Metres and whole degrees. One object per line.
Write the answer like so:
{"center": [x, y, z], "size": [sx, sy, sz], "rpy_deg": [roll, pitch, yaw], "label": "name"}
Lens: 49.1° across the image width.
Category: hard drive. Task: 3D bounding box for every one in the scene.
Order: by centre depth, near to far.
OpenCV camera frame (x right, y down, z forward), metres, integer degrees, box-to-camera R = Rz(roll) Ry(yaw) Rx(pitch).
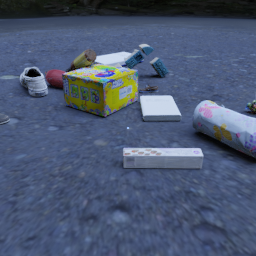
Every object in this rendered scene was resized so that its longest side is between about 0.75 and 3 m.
{"center": [1.086, -0.724, 9.860], "size": [1.224, 0.244, 1.856], "rpy_deg": [-1, 26, -1], "label": "hard drive"}
{"center": [-0.774, -3.911, 16.162], "size": [2.862, 0.363, 1.888], "rpy_deg": [-21, 33, -36], "label": "hard drive"}

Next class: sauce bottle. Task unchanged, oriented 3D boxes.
{"center": [-1.900, -2.527, 11.064], "size": [1.667, 0.550, 0.550], "rpy_deg": [-21, 6, 45], "label": "sauce bottle"}

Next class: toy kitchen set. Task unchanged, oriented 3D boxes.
{"center": [0.610, -2.633, 13.288], "size": [2.227, 1.784, 1.312], "rpy_deg": [-38, 28, 6], "label": "toy kitchen set"}

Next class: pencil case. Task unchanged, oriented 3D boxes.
{"center": [2.863, -0.001, 7.596], "size": [1.048, 0.960, 2.310], "rpy_deg": [-18, 32, -30], "label": "pencil case"}

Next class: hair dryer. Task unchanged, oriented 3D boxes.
{"center": [-2.649, -2.368, 12.639], "size": [2.086, 0.744, 2.739], "rpy_deg": [-8, 28, -17], "label": "hair dryer"}

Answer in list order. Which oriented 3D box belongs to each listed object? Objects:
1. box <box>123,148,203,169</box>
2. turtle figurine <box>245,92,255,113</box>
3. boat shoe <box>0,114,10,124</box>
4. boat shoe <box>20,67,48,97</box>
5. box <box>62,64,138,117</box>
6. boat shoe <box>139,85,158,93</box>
{"center": [0.825, 0.731, 6.778], "size": [1.900, 0.394, 0.368], "rpy_deg": [-1, 26, 1], "label": "box"}
{"center": [4.480, -0.782, 9.498], "size": [0.804, 0.579, 0.780], "rpy_deg": [-42, 54, 0], "label": "turtle figurine"}
{"center": [-4.615, -0.354, 8.881], "size": [1.583, 0.451, 0.529], "rpy_deg": [-3, 27, -7], "label": "boat shoe"}
{"center": [-4.110, -2.164, 12.022], "size": [0.993, 0.907, 2.760], "rpy_deg": [-11, 28, -21], "label": "boat shoe"}
{"center": [-0.978, -1.465, 10.267], "size": [1.936, 1.226, 2.010], "rpy_deg": [16, 30, 32], "label": "box"}
{"center": [0.854, -1.642, 11.663], "size": [0.819, 0.296, 0.296], "rpy_deg": [-2, 26, -4], "label": "boat shoe"}
